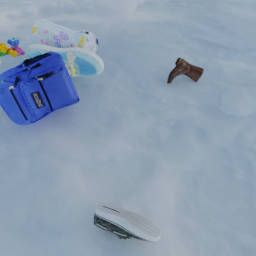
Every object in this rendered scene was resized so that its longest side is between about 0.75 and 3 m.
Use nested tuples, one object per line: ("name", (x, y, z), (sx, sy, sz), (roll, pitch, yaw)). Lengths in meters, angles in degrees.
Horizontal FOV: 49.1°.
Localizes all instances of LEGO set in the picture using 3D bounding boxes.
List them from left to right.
("LEGO set", (-3.576, -2.299, 8.531), (0.584, 0.543, 1.424), (34, 40, -2))

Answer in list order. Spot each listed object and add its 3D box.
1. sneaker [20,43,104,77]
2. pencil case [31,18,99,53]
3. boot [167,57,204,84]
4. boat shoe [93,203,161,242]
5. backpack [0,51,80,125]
("sneaker", (-2.175, -1.647, 8.586), (2.646, 1.053, 1.728), (9, 52, 13))
("pencil case", (-2.201, -3.027, 9.627), (2.314, 1.049, 0.962), (21, 64, 19))
("boot", (1.865, -1.656, 8.998), (0.998, 0.930, 0.321), (23, 16, -16))
("boat shoe", (-0.042, 1.939, 5.523), (1.390, 0.493, 0.501), (20, 17, 19))
("backpack", (-2.408, -1.000, 7.263), (1.913, 1.555, 1.605), (-25, 24, -13))
